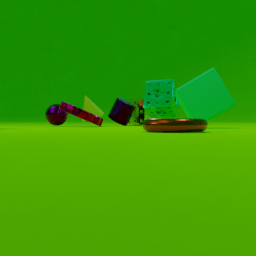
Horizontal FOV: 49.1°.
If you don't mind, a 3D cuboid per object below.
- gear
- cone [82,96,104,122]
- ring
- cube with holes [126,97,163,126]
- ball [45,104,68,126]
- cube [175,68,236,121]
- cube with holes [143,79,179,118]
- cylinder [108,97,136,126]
[{"bbox_3d":[-1.641,-0.494,9.827,1.587,0.293,1.587,23,-2,1],"label":"gear"},{"bbox_3d":[-1.548,-0.859,11.188,0.942,0.945,0.942,-17,18,5],"label":"cone"},{"bbox_3d":[0.761,-0.051,4.595,1.060,0.212,1.060,0,2,0],"label":"ring"},{"bbox_3d":[0.757,-0.722,12.885,1.226,1.226,1.226,-1,2,-42],"label":"cube with holes"},{"bbox_3d":[-2.689,-0.496,10.563,0.828,0.828,0.828,0,1,0],"label":"ball"},{"bbox_3d":[2.048,-0.776,7.631,1.116,1.116,1.116,-30,-5,7],"label":"cube"},{"bbox_3d":[1.348,-1.139,11.134,1.117,1.117,1.117,-1,-19,21],"label":"cube with holes"},{"bbox_3d":[-0.265,-0.703,12.014,0.923,0.923,0.923,26,11,-5],"label":"cylinder"}]
